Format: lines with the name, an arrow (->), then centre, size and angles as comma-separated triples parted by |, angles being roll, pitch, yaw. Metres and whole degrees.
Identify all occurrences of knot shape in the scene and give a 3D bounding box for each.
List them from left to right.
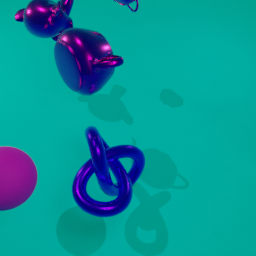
knot shape -> -0.428, 0.988, 5.812 | 0.869, 1.880, 1.759 | -19, 38, 38

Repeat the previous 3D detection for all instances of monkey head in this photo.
monkey head -> -1.912, -2.829, 6.853 | 1.844, 1.111, 1.326 | 11, 84, 39

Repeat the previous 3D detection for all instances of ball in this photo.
ball -> -2.371, 0.959, 5.371 | 1.213, 1.213, 1.213 | 0, 63, 0

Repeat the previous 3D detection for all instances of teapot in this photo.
teapot -> -0.803, -1.328, 5.443 | 1.011, 1.284, 2.065 | -29, 30, -29
teapot -> -0.166, -3.261, 6.566 | 0.618, 1.261, 0.784 | -49, 30, -4
